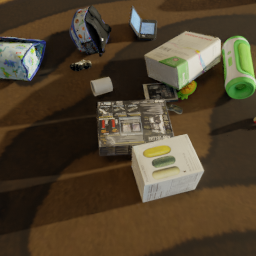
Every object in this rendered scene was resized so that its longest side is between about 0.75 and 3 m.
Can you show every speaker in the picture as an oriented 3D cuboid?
[{"bbox_3d":[4.833,-2.708,12.324,1.291,1.291,2.919,6,55,4],"label":"speaker"}]

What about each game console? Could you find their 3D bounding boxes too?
[{"bbox_3d":[0.806,-5.410,14.386,1.375,0.953,1.611,4,56,4],"label":"game console"}]

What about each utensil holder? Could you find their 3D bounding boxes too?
[{"bbox_3d":[-1.133,-1.794,12.054,0.794,0.675,0.675,-17,57,-15],"label":"utensil holder"}]

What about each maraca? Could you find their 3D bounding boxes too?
[{"bbox_3d":[2.521,-1.653,12.049,0.687,0.536,1.002,33,83,42],"label":"maraca"}]

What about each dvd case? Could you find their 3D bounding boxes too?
[{"bbox_3d":[1.389,-1.527,12.153,1.392,0.172,1.046,-6,56,-3],"label":"dvd case"}]

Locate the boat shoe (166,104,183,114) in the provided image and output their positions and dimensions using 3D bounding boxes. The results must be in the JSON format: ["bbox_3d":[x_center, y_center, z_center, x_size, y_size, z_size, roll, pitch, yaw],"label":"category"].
[{"bbox_3d":[1.902,-0.854,11.643,0.794,0.240,0.300,21,58,14],"label":"boat shoe"}]

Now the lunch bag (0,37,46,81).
[{"bbox_3d":[-5.061,-3.381,12.731,1.990,1.491,2.341,7,46,6],"label":"lunch bag"}]

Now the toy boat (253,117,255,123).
[{"bbox_3d":[5.462,-0.309,11.193,0.776,0.507,0.507,-25,89,-16],"label":"toy boat"}]

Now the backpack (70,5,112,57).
[{"bbox_3d":[-1.834,-4.663,13.276,1.557,1.926,2.022,-3,53,18],"label":"backpack"}]

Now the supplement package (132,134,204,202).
[{"bbox_3d":[1.228,1.352,9.370,1.914,1.442,1.452,-12,56,-8],"label":"supplement package"}]

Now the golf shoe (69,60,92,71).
[{"bbox_3d":[-2.217,-2.924,13.051,1.023,0.398,0.483,-6,41,-9],"label":"golf shoe"}]

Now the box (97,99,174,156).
[{"bbox_3d":[0.230,-0.077,10.669,2.764,0.688,2.180,-4,52,-6],"label":"box"}]

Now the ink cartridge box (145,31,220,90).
[{"bbox_3d":[2.421,-3.055,12.294,2.728,1.194,1.982,-36,44,-21],"label":"ink cartridge box"}]
